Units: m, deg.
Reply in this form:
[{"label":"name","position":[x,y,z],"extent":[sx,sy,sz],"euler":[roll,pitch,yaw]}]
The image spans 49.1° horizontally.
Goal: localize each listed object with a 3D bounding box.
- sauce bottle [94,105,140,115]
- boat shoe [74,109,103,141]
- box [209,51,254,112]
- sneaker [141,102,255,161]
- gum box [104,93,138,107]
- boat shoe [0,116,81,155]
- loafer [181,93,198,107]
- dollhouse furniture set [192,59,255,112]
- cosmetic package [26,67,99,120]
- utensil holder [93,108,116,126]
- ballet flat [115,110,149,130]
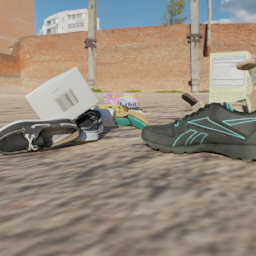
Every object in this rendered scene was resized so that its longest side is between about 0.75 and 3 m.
[{"label":"sauce bottle","position":[-0.486,-0.724,12.228],"extent":[1.990,0.644,0.644],"euler":[-4,9,-9]},{"label":"boat shoe","position":[-1.134,-0.143,7.937],"extent":[0.834,0.789,2.326],"euler":[1,9,7]},{"label":"box","position":[3.801,-1.386,10.270],"extent":[1.229,2.543,2.237],"euler":[5,11,28]},{"label":"sneaker","position":[1.658,-0.013,6.063],"extent":[2.870,1.138,1.082],"euler":[2,11,23]},{"label":"gum box","position":[-0.336,-1.315,14.801],"extent":[1.819,1.032,0.602],"euler":[-3,9,-20]},{"label":"boat shoe","position":[-1.954,0.208,6.127],"extent":[1.916,0.708,0.578],"euler":[-12,31,-37]},{"label":"loafer","position":[2.233,-0.958,9.640],"extent":[0.293,0.825,0.301],"euler":[-51,2,-38]},{"label":"dollhouse furniture set","position":[2.848,-0.511,6.470],"extent":[1.520,2.146,2.336],"euler":[-3,-19,-24]},{"label":"cosmetic package","position":[-2.029,-0.833,8.146],"extent":[1.445,1.139,2.685],"euler":[-37,19,-16]},{"label":"utensil holder","position":[-0.863,-0.390,10.162],"extent":[0.762,0.648,0.648],"euler":[4,9,10]},{"label":"ballet flat","position":[0.207,-0.380,9.582],"extent":[0.608,0.662,1.929],"euler":[-48,29,-19]}]
